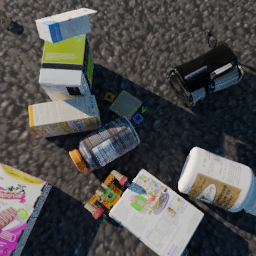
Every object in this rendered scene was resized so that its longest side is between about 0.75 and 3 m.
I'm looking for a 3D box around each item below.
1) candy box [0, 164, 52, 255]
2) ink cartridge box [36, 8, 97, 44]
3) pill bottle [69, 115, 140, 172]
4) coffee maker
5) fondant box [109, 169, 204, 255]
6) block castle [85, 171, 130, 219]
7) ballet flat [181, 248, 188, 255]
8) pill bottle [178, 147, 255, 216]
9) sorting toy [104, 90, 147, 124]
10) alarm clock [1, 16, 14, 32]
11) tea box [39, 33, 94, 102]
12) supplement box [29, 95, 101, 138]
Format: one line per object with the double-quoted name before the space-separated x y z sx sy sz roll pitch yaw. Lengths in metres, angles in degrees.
"candy box" -4.249 2.950 9.997 1.927 0.862 2.826 20 74 6
"ink cartridge box" -1.896 -3.302 8.964 1.740 0.590 1.002 -28 40 -26
"pill bottle" -0.909 0.655 10.431 2.460 1.307 1.307 -30 76 -8
"coffee maker" 2.873 -2.282 11.265 2.474 1.666 2.376 -27 59 -9
"fondant box" 0.991 3.057 9.854 2.699 0.786 1.947 36 66 9
"block castle" -0.671 2.407 10.009 0.814 1.159 1.734 37 78 9
"ballet flat" 1.561 4.729 9.755 1.403 0.476 0.528 -30 98 -3
"pill bottle" 3.448 1.962 9.851 2.981 1.704 1.704 21 75 6
"sorting toy" -0.100 -0.908 11.445 1.882 0.256 1.060 35 73 9
"alarm clock" -5.387 -4.624 12.520 0.525 0.259 0.778 -11 77 -3
"tea box" -2.230 -2.217 10.765 1.501 2.246 2.209 4 74 1
"supplement box" -2.301 -0.390 10.622 2.411 1.520 0.887 -10 73 -2
